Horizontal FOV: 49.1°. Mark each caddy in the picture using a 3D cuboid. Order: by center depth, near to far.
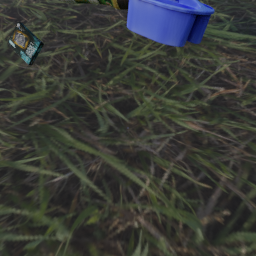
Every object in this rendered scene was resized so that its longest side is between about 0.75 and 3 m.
[{"bbox_3d":[0.787,-2.307,5.521,1.793,0.941,1.268,34,38,32],"label":"caddy"}]

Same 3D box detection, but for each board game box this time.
[{"bbox_3d":[-2.004,-1.643,5.449,0.753,0.509,0.106,44,20,17],"label":"board game box"}]

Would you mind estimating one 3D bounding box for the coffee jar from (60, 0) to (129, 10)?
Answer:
[{"bbox_3d":[-0.904,-4.451,8.592,2.537,1.082,1.323,11,93,10],"label":"coffee jar"}]
